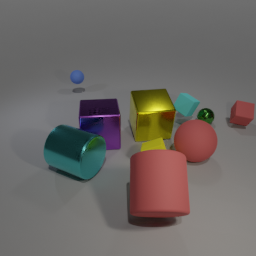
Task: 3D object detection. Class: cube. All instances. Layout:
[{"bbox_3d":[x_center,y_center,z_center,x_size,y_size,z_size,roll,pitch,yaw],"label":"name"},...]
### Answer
[{"bbox_3d":[2.356,-0.944,11.339,0.700,0.700,0.700,38,23,24],"label":"cube"},{"bbox_3d":[4.538,-0.585,11.152,0.700,0.700,0.700,12,68,5],"label":"cube"},{"bbox_3d":[-1.016,-0.140,10.165,1.400,1.400,1.400,-3,30,-6],"label":"cube"},{"bbox_3d":[0.854,0.816,8.908,0.700,0.700,0.700,-17,15,12],"label":"cube"},{"bbox_3d":[0.868,-0.498,10.564,1.400,1.400,1.400,-5,42,-8],"label":"cube"}]

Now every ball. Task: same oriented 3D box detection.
[{"bbox_3d":[3.187,-0.474,11.482,0.700,0.700,0.700,0,30,0],"label":"ball"},{"bbox_3d":[2.217,0.421,9.229,1.400,1.400,1.400,0,30,0],"label":"ball"},{"bbox_3d":[-2.552,-2.553,14.058,0.700,0.700,0.700,0,30,0],"label":"ball"}]

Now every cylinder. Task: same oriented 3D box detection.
[{"bbox_3d":[-1.618,0.716,8.678,1.400,1.400,1.400,16,33,25],"label":"cylinder"},{"bbox_3d":[0.747,1.387,6.812,1.400,1.400,1.400,0,67,0],"label":"cylinder"}]
